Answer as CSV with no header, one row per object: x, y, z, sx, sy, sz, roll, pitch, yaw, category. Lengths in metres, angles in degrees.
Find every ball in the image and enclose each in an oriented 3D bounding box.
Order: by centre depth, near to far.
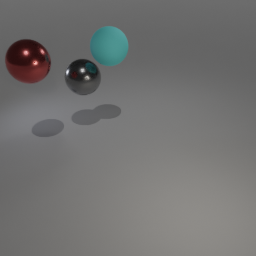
-3.193,-2.124,8.997,1.400,1.400,1.400,0,31,0,ball
-0.687,-2.981,10.246,1.400,1.400,1.400,0,31,0,ball
-1.743,-1.968,10.868,1.400,1.400,1.400,0,31,0,ball
